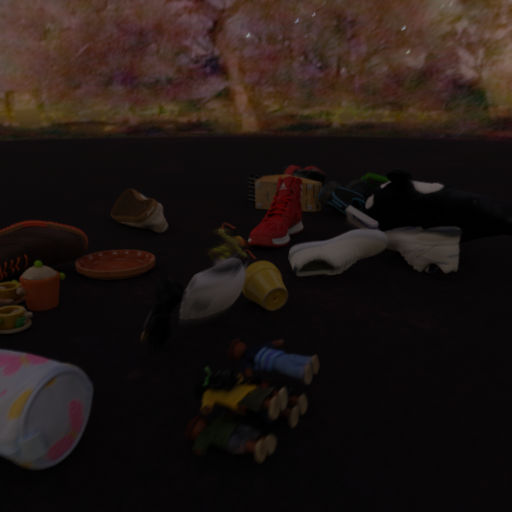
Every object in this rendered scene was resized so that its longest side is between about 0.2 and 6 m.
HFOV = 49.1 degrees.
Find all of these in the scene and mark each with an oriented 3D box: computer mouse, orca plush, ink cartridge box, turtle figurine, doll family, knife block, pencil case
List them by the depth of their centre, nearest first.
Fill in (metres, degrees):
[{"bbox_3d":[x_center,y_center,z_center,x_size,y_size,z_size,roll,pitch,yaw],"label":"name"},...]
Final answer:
[{"bbox_3d":[-2.650,1.294,5.252,2.185,0.908,0.991,6,13,20],"label":"pencil case"},{"bbox_3d":[-0.087,1.353,5.658,1.015,0.689,1.756,4,10,28],"label":"doll family"},{"bbox_3d":[-0.680,0.549,7.562,0.445,1.113,2.029,35,31,20],"label":"computer mouse"},{"bbox_3d":[-0.486,-0.120,10.548,0.731,0.906,0.292,-42,5,-12],"label":"turtle figurine"},{"bbox_3d":[3.670,-0.438,11.693,4.389,1.560,2.309,26,-15,44],"label":"orca plush"},{"bbox_3d":[2.316,-0.669,11.781,0.179,0.457,0.965,-44,58,-10],"label":"ink cartridge box"},{"bbox_3d":[0.904,-2.042,17.297,2.655,0.849,2.331,4,17,18],"label":"knife block"}]

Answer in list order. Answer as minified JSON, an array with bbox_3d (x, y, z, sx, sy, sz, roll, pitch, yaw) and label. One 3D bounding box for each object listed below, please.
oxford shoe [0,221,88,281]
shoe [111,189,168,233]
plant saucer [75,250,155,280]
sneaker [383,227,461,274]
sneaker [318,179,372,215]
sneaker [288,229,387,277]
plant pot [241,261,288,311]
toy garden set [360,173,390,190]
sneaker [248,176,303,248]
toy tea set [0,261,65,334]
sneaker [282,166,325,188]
[{"bbox_3d":[-4.405,0.105,9.913,2.884,1.026,1.046,-10,41,-24],"label":"oxford shoe"},{"bbox_3d":[-3.014,-1.087,14.361,0.728,0.954,2.729,40,-9,-31],"label":"shoe"},{"bbox_3d":[-2.640,0.175,10.554,1.456,0.235,1.456,-1,15,0],"label":"plant saucer"},{"bbox_3d":[3.028,-0.115,10.577,0.746,0.872,2.002,-10,8,-19],"label":"sneaker"},{"bbox_3d":[2.768,-1.573,16.125,1.019,0.911,2.488,42,33,26],"label":"sneaker"},{"bbox_3d":[1.514,0.033,10.183,1.821,0.665,0.645,-14,45,7],"label":"sneaker"},{"bbox_3d":[0.161,0.512,8.699,0.669,0.669,0.629,-8,33,-25],"label":"plant pot"},{"bbox_3d":[4.020,-2.067,17.795,1.617,0.387,1.939,14,-4,-3],"label":"toy garden set"},{"bbox_3d":[0.444,-1.077,12.809,0.962,1.418,2.454,5,16,16],"label":"sneaker"},{"bbox_3d":[-3.691,0.579,8.119,1.205,0.750,2.027,2,16,6],"label":"toy tea set"},{"bbox_3d":[1.862,-2.482,18.900,1.260,0.911,2.579,23,17,27],"label":"sneaker"}]
